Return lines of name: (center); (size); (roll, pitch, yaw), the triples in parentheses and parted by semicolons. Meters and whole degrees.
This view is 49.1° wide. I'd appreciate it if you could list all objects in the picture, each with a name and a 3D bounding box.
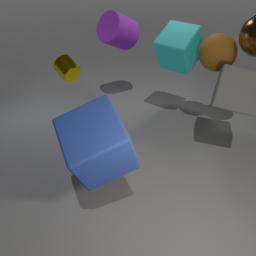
ball: (3.351, -2.816, 10.472); (1.400, 1.400, 1.400); (0, 31, 0)
cube: (-0.704, 0.370, 6.519); (1.400, 1.400, 1.400); (-25, 56, -3)
cube: (3.687, -1.242, 9.441); (1.400, 1.400, 1.400); (16, 9, 11)
cylinder: (-2.091, -2.043, 9.649); (0.700, 0.700, 0.700); (-27, 67, -37)
ball: (4.458, -3.077, 9.379); (1.400, 1.400, 1.400); (0, 31, 0)
cylinder: (-0.433, -4.323, 12.484); (1.400, 1.400, 1.400); (27, 16, 37)
cube: (2.071, -3.248, 11.329); (1.400, 1.400, 1.400); (24, 69, 31)
